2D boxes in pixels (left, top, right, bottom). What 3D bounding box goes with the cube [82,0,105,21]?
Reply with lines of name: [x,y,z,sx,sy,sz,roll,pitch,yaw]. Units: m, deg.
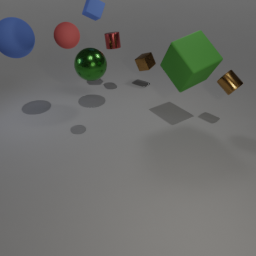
cube: [-1.524,-5.252,12.347,0.700,0.700,0.700,17,3,-27]

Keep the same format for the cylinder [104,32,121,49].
cylinder: [-0.715,-4.097,13.103,0.700,0.700,0.700,-6,24,3]

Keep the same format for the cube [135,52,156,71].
cube: [0.913,-3.488,14.765,0.700,0.700,0.700,4,40,46]

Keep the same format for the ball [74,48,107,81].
ball: [-1.598,-2.719,11.993,1.400,1.400,1.400,0,31,0]

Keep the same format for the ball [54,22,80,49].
ball: [-1.656,-2.508,7.599,0.700,0.700,0.700,0,31,0]

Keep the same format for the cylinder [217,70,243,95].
cylinder: [3.862,-1.721,10.614,0.700,0.700,0.700,-32,80,-41]

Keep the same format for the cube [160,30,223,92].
cube: [2.284,-2.428,10.306,1.400,1.400,1.400,-27,76,-20]

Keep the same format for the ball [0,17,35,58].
ball: [-4.061,-3.213,10.011,1.400,1.400,1.400,0,31,0]
